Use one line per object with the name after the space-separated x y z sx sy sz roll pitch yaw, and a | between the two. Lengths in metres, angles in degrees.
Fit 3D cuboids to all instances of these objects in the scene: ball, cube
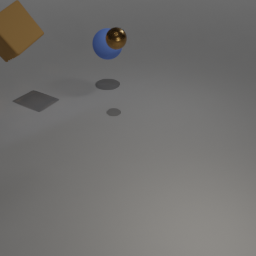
-0.387 -2.922 9.152 0.700 0.700 0.700 0 32 0 | ball
-4.267 -3.496 10.260 1.400 1.400 1.400 -1 45 49 | cube
-0.948 -3.899 13.023 1.400 1.400 1.400 0 32 0 | ball
